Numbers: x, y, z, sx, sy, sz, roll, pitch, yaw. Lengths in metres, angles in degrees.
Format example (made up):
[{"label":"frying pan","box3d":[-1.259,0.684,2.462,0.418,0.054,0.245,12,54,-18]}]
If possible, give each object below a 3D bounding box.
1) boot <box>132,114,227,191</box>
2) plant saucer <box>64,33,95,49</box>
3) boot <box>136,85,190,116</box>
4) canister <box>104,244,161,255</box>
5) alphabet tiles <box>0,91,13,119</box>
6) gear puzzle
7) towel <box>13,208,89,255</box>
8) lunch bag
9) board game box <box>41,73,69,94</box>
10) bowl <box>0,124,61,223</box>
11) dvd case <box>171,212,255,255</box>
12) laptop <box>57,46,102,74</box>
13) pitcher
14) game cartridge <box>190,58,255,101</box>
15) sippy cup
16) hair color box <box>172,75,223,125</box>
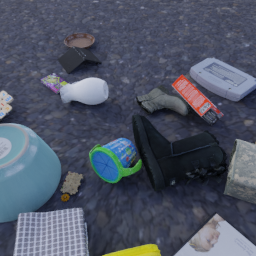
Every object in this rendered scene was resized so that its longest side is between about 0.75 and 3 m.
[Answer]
[{"label":"boot","box3d":[1.559,0.558,8.825,2.356,1.064,2.876,-13,54,-10]},{"label":"plant saucer","box3d":[-2.445,-4.359,14.234,1.529,0.263,1.529,0,44,0]},{"label":"boot","box3d":[1.261,-0.813,10.571,1.295,0.671,1.983,-30,46,-19]},{"label":"canister","box3d":[0.201,3.705,5.857,1.515,0.883,2.039,-10,47,-9]},{"label":"alphabet tiles","box3d":[-5.013,-0.751,10.478,1.430,0.107,1.462,32,71,28]},{"label":"gear puzzle","box3d":[-1.695,1.762,8.310,0.508,0.128,0.981,11,49,7]},{"label":"towel","box3d":[-1.804,2.900,6.634,1.710,0.884,2.066,-8,46,-8]},{"label":"lunch bag","box3d":[3.727,1.228,8.175,1.466,1.051,1.787,16,52,15]},{"label":"board game box","box3d":[-3.075,-1.907,11.887,0.711,0.191,1.185,-32,53,-33]},{"label":"bowl","box3d":[-3.526,0.989,8.063,2.965,1.551,2.965,1,45,-1]},{"label":"dvd case","box3d":[2.090,3.202,6.829,2.097,0.184,1.496,-32,54,-27]},{"label":"laptop","box3d":[-2.285,-3.148,13.172,1.488,0.862,1.393,1,38,-41]},{"label":"pitcher","box3d":[-1.614,-1.524,11.018,1.678,1.017,1.440,-1,34,14]},{"label":"game cartridge","box3d":[3.981,-2.085,11.859,1.694,0.528,2.543,-34,54,-24]},{"label":"sippy cup","box3d":[-0.353,0.892,8.530,1.525,1.198,1.118,46,47,9]},{"label":"hair color box","box3d":[2.546,-1.053,10.378,0.603,1.000,1.969,-45,49,15]}]
